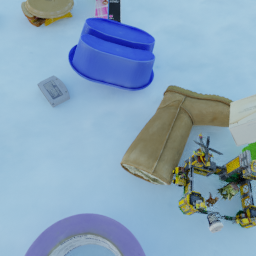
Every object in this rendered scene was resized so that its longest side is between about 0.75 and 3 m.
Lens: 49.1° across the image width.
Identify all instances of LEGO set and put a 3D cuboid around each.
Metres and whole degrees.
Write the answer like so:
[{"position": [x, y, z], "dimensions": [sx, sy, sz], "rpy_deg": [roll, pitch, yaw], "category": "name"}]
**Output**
[{"position": [2.187, 1.173, 5.956], "dimensions": [2.202, 1.276, 1.693], "rpy_deg": [22, 56, -7], "category": "LEGO set"}]

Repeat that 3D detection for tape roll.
[{"position": [-0.788, 2.939, 5.289], "dimensions": [2.391, 1.016, 2.391], "rpy_deg": [1, 57, -1], "category": "tape roll"}]

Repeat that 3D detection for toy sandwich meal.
[{"position": [-2.772, -4.219, 9.858], "dimensions": [1.835, 0.629, 1.835], "rpy_deg": [2, 57, -3], "category": "toy sandwich meal"}]

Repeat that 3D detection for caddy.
[{"position": [-0.394, -2.007, 8.048], "dimensions": [2.577, 1.353, 1.822], "rpy_deg": [13, 50, -9], "category": "caddy"}]

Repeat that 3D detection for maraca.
[{"position": [3.745, 0.550, 6.755], "dimensions": [1.914, 1.024, 1.312], "rpy_deg": [11, 52, 10], "category": "maraca"}]

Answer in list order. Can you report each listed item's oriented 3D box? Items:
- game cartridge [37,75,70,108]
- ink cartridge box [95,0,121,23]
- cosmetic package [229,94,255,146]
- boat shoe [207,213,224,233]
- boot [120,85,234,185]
[{"position": [-2.145, -1.093, 8.213], "dimensions": [0.665, 0.208, 0.999], "rpy_deg": [-29, 63, -21], "category": "game cartridge"}, {"position": [-0.698, -4.372, 10.086], "dimensions": [0.908, 0.356, 1.918], "rpy_deg": [-1, 57, 0], "category": "ink cartridge box"}, {"position": [2.644, -0.208, 6.147], "dimensions": [0.693, 0.489, 1.338], "rpy_deg": [-21, 18, 29], "category": "cosmetic package"}, {"position": [1.722, 1.893, 5.662], "dimensions": [0.282, 0.756, 0.351], "rpy_deg": [-19, 60, 3], "category": "boat shoe"}, {"position": [1.418, 0.295, 7.041], "dimensions": [2.324, 0.878, 2.654], "rpy_deg": [18, 60, 23], "category": "boot"}]
